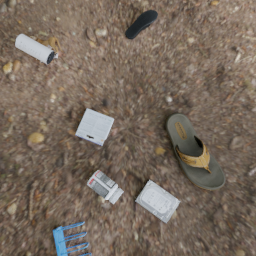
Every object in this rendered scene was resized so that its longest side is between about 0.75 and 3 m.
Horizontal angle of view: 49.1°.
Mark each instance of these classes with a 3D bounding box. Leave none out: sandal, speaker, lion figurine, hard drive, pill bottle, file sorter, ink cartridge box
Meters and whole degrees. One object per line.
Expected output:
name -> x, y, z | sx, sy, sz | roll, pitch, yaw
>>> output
sandal -> 2.220, 0.734, 9.360 | 1.208, 0.807, 2.956 | -23, 78, -5
speaker -> -3.265, -2.770, 9.861 | 1.311, 0.532, 0.532 | 29, 79, 3
lion figurine -> -2.966, -2.983, 10.195 | 1.587, 0.575, 0.972 | -6, 83, 18
hard drive -> 0.981, 2.420, 9.277 | 1.253, 0.237, 0.875 | 35, 80, 7
pill bottle -> -0.740, 1.942, 9.182 | 1.106, 0.630, 0.630 | 38, 80, 7
file sorter -> -1.650, 3.703, 8.611 | 0.886, 1.002, 1.444 | -14, 78, -7
sandal -> 0.509, -3.953, 10.712 | 1.462, 0.350, 0.549 | -38, 81, 5
ink cartridge box -> -1.164, -0.027, 9.838 | 1.044, 0.230, 1.064 | 22, 80, 5
